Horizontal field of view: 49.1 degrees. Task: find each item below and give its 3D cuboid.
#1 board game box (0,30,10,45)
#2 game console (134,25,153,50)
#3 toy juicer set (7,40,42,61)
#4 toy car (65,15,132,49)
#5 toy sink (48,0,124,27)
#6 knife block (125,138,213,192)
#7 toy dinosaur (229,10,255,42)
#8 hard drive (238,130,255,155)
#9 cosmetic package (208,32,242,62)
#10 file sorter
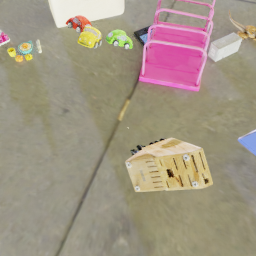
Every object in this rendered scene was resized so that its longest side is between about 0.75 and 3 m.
[{"bbox_3d":[-5.939,-3.514,10.812,1.976,0.256,1.976,-37,63,-23],"label":"board game box"},{"bbox_3d":[1.011,-3.500,10.832,1.183,0.208,1.338,-22,58,-15],"label":"game console"},{"bbox_3d":[-3.699,-2.895,10.323,1.277,0.348,0.813,-34,61,-22],"label":"toy juicer set"},{"bbox_3d":[-0.625,-2.460,7.308,1.714,0.406,1.822,4,33,-28],"label":"toy car"},{"bbox_3d":[-1.783,-5.572,11.259,2.895,1.887,1.622,-17,56,-10],"label":"toy sink"},{"bbox_3d":[0.959,0.641,6.208,2.238,0.716,1.965,-14,9,37],"label":"knife block"},{"bbox_3d":[4.609,-3.802,10.911,2.235,0.675,1.187,35,38,16],"label":"toy dinosaur"},{"bbox_3d":[3.515,0.341,7.325,0.716,1.085,0.138,39,63,-1],"label":"hard drive"},{"bbox_3d":[3.533,-2.960,10.217,1.131,0.604,0.510,-26,58,-15],"label":"cosmetic package"},{"bbox_3d":[1.705,-3.096,9.407,2.039,1.840,2.935,12,60,6],"label":"file sorter"}]
